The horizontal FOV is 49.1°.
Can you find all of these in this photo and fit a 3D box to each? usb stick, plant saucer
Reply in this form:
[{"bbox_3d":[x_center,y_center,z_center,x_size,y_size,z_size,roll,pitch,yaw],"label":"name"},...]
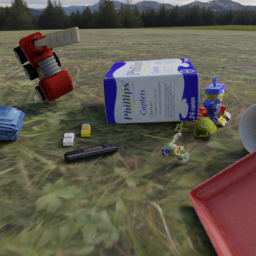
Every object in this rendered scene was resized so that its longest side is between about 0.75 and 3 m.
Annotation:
[{"bbox_3d":[-0.922,0.611,7.045,1.370,0.223,0.380,-11,19,-22],"label":"usb stick"},{"bbox_3d":[2.301,1.204,4.282,2.298,0.422,2.294,-33,23,8],"label":"plant saucer"}]

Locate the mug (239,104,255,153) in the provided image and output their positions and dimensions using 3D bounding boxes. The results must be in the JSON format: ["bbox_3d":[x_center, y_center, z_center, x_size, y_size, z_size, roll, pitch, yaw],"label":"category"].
[{"bbox_3d":[4.162,0.169,7.204,2.047,1.817,1.366,-8,-12,-28],"label":"mug"}]

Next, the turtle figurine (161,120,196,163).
[{"bbox_3d":[1.256,0.452,6.423,0.628,0.846,0.873,40,87,30],"label":"turtle figurine"}]

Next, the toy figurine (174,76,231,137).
[{"bbox_3d":[2.447,-0.853,8.790,1.322,1.502,2.507,14,27,30],"label":"toy figurine"}]

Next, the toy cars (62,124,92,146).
[{"bbox_3d":[-1.447,0.138,8.033,0.582,0.288,1.299,15,28,32],"label":"toy cars"}]

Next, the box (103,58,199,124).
[{"bbox_3d":[0.804,-1.382,9.708,2.914,1.529,2.680,-3,23,7],"label":"box"}]

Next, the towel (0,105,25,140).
[{"bbox_3d":[-4.472,-0.344,7.920,2.861,0.694,1.597,7,20,-16],"label":"towel"}]

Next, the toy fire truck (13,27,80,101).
[{"bbox_3d":[-2.612,-2.331,9.895,1.765,2.414,2.743,-31,16,-20],"label":"toy fire truck"}]
